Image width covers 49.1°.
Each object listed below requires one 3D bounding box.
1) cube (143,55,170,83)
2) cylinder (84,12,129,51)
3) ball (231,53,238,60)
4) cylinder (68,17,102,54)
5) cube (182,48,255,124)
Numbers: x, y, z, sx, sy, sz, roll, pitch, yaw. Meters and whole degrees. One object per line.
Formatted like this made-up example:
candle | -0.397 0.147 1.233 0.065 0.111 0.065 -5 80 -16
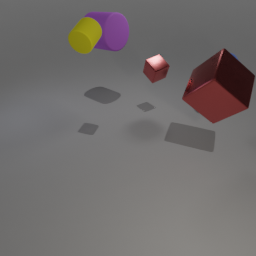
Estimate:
cube | 1.105 -2.337 11.087 0.700 0.700 0.700 -26 66 -21
cylinder | -0.917 -3.803 11.005 1.400 1.400 1.400 21 37 38
ball | 3.709 -2.434 10.394 0.700 0.700 0.700 0 32 0
cylinder | -1.144 -2.480 7.510 0.700 0.700 0.700 11 52 17
cube | 2.775 -1.240 8.592 1.400 1.400 1.400 35 58 -15
